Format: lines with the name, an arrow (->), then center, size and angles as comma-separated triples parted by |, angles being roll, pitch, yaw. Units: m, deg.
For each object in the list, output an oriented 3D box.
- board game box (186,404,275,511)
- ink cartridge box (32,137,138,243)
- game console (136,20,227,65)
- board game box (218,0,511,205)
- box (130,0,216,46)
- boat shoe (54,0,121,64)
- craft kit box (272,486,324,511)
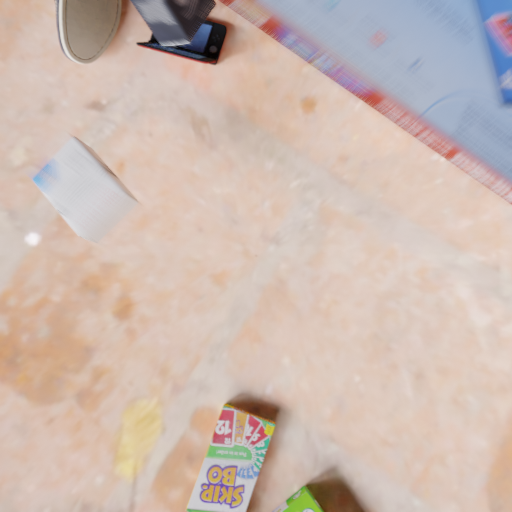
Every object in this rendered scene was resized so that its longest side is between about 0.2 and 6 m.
board game box -> -0.408, 3.294, 8.573 | 0.870, 0.273, 1.822 | 19, 85, 4
ink cartridge box -> -2.339, -0.895, 7.691 | 0.853, 0.497, 1.180 | -44, 72, 4
game console -> -1.215, -3.670, 9.341 | 1.239, 0.736, 1.068 | 16, 82, 2
board game box -> 2.404, -2.803, 6.641 | 5.495, 0.534, 2.829 | 27, 89, -23
box -> -1.225, -3.672, 7.768 | 0.612, 1.173, 0.868 | 10, 61, 35
boat shoe -> -2.969, -4.642, 9.584 | 0.916, 1.061, 2.920 | 2, 86, 43
craft kit box -> 0.587, 4.673, 8.296 | 1.702, 0.418, 1.723 | -37, 84, -8
